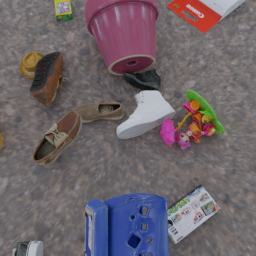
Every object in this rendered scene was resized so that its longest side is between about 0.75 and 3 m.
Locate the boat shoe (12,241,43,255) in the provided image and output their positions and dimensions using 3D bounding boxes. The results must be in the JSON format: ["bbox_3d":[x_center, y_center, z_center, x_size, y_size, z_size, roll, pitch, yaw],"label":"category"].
[{"bbox_3d":[-2.807,4.367,7.325,0.838,0.930,2.632,-3,58,1],"label":"boat shoe"}]

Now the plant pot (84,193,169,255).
[{"bbox_3d":[-0.138,2.481,6.564,1.625,1.808,1.808,2,81,-15],"label":"plant pot"}]

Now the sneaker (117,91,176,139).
[{"bbox_3d":[0.394,-0.533,9.697,2.221,0.818,1.284,-22,65,-20],"label":"sneaker"}]

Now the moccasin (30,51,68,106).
[{"bbox_3d":[-2.791,-1.860,10.202,0.948,1.000,2.592,-15,47,10],"label":"moccasin"}]

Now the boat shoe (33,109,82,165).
[{"bbox_3d":[-2.153,0.315,8.538,0.777,0.737,2.052,36,95,13],"label":"boat shoe"}]

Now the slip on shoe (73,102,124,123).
[{"bbox_3d":[-1.085,-0.599,9.795,1.889,0.572,0.718,1,65,1],"label":"slip on shoe"}]

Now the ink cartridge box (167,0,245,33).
[{"bbox_3d":[3.465,-5.638,12.138,2.793,0.797,2.270,-39,71,-21],"label":"ink cartridge box"}]

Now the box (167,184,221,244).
[{"bbox_3d":[1.821,2.567,8.455,1.723,0.299,0.948,-31,69,-14],"label":"box"}]

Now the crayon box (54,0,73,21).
[{"bbox_3d":[-2.789,-5.162,12.080,0.665,0.326,1.119,-9,65,-4],"label":"crayon box"}]

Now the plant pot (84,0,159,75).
[{"bbox_3d":[-0.091,-3.354,10.138,2.705,2.705,2.421,-10,81,-5],"label":"plant pot"}]

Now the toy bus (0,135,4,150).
[{"bbox_3d":[-5.510,-0.203,9.408,2.950,0.960,1.155,21,66,10],"label":"toy bus"}]

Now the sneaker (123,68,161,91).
[{"bbox_3d":[0.563,-1.893,10.442,1.424,0.544,0.816,18,64,5],"label":"sneaker"}]

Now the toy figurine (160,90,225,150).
[{"bbox_3d":[1.974,0.014,9.366,1.755,1.432,1.907,-41,96,-3],"label":"toy figurine"}]

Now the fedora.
[{"bbox_3d":[-3.650,-2.506,10.736,1.237,0.505,1.237,0,64,0],"label":"fedora"}]
